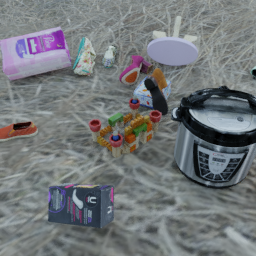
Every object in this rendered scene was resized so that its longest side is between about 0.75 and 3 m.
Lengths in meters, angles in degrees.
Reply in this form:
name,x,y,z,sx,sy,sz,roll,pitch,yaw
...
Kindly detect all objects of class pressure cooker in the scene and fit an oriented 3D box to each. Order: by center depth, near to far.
name,x,y,z,sx,sy,sz,roll,pitch,yaw
pressure cooker,2.471,0.083,7.765,2.289,2.602,2.325,-22,45,-27

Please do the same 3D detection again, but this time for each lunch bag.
name,x,y,z,sx,sy,sz,roll,pitch,yaw
lunch bag,0.964,-1.465,11.223,1.284,0.605,1.602,16,43,21

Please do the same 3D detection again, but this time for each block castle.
name,x,y,z,sx,sy,sz,roll,pitch,yaw
block castle,-0.058,-0.137,9.278,2.178,1.022,1.455,-31,49,-32

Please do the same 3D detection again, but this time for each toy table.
name,x,y,z,sx,sy,sz,roll,pitch,yaw
toy table,2.146,-3.985,13.269,2.315,2.128,1.356,15,56,-7

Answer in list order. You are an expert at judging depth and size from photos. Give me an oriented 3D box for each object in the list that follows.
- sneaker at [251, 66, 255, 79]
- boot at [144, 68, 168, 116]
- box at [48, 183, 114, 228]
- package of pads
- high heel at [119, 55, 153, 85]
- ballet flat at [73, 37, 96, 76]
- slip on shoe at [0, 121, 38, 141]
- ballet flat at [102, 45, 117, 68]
name,x,y,z,sx,sy,sz,roll,pitch,yaw
sneaker,6.229,-2.335,12.232,0.974,0.608,1.651,-28,37,-37
boot,1.144,-1.313,10.048,0.534,1.467,1.558,-30,10,28
box,-1.081,1.768,6.555,1.384,0.846,0.734,-1,-4,21
package of pads,-4.121,-3.311,12.504,2.905,1.099,1.750,-15,68,-7
high heel,0.047,-2.614,12.382,1.211,0.850,2.520,31,33,19
ballet flat,-2.014,-3.345,13.385,0.912,1.079,2.853,23,40,-20
slip on shoe,-3.907,0.070,9.450,1.609,0.492,0.596,-8,42,-7
ballet flat,-0.907,-3.619,13.808,0.626,0.626,1.741,6,40,7
